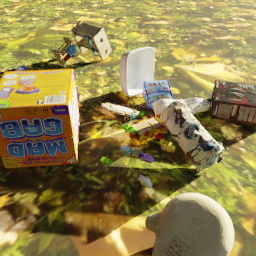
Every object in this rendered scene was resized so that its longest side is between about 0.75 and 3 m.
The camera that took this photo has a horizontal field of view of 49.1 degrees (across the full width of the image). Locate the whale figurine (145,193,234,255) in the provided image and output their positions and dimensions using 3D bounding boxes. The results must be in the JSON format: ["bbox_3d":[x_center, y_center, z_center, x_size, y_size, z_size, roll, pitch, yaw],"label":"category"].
[{"bbox_3d":[1.314,2.954,6.810,2.198,1.434,2.763,32,71,27],"label":"whale figurine"}]

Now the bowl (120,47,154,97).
[{"bbox_3d":[0.346,-2.692,13.197,0.793,2.124,2.121,19,33,36],"label":"bowl"}]

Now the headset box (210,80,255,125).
[{"bbox_3d":[4.936,-1.107,12.072,2.535,0.951,1.884,10,39,12],"label":"headset box"}]

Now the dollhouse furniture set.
[{"bbox_3d":[-2.586,-4.439,16.103,1.815,1.805,2.576,25,69,28],"label":"dollhouse furniture set"}]

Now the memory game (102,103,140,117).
[{"bbox_3d":[-0.235,-0.750,11.686,1.823,0.116,1.823,13,14,-3],"label":"memory game"}]

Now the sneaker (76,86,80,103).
[{"bbox_3d":[-3.070,-1.570,12.675,1.710,0.975,0.620,-10,40,-11],"label":"sneaker"}]

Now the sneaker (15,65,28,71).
[{"bbox_3d":[-5.679,-2.724,14.584,0.767,0.537,1.329,26,52,25],"label":"sneaker"}]

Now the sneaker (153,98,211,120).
[{"bbox_3d":[2.331,-0.585,11.697,2.675,0.974,1.132,-4,72,-19],"label":"sneaker"}]

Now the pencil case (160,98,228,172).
[{"bbox_3d":[2.197,0.160,9.784,1.196,1.040,2.673,-35,63,2],"label":"pencil case"}]

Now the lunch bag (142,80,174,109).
[{"bbox_3d":[1.392,-1.390,12.796,1.195,0.747,1.588,-5,51,-6],"label":"lunch bag"}]

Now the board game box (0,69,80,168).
[{"bbox_3d":[-3.095,-0.390,9.894,2.477,2.476,2.475,-3,38,-4],"label":"board game box"}]

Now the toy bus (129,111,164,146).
[{"bbox_3d":[0.757,0.111,10.626,1.504,0.777,1.419,11,38,1],"label":"toy bus"}]

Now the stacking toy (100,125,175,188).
[{"bbox_3d":[0.287,0.891,9.466,2.135,0.502,1.610,21,65,29],"label":"stacking toy"}]
